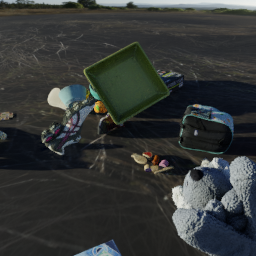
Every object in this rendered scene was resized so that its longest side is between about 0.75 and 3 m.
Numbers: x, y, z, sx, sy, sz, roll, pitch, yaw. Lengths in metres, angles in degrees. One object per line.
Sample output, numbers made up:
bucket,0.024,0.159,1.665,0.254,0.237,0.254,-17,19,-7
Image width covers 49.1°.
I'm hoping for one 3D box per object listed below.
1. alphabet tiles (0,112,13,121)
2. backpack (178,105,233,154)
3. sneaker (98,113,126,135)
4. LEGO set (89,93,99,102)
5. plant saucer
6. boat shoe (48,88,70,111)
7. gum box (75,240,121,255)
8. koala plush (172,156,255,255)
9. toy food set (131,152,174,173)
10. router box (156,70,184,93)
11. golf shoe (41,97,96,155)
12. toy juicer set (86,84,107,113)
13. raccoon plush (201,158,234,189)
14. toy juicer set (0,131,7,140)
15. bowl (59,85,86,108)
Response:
alphabet tiles,-5.586,-0.511,12.389,0.923,0.029,0.768,-9,30,-16
backpack,2.790,0.047,9.821,1.746,1.535,1.339,16,36,18
sneaker,-0.584,-0.160,11.201,0.900,0.590,1.558,11,29,13
LEGO set,-1.818,-1.393,13.749,1.597,0.453,1.037,-15,28,-1
plant saucer,-0.053,-1.761,11.329,2.577,2.581,0.618,-31,-5,-11
boat shoe,-3.047,-1.243,13.291,0.755,0.875,2.408,32,-3,-43
gum box,-0.974,3.346,4.787,2.545,0.567,2.162,-13,31,-23
koala plush,2.043,1.705,6.544,2.103,2.179,2.372,-42,22,0
toy food set,0.821,1.156,9.192,0.925,0.229,1.455,-13,24,-23
router box,1.749,-2.467,15.236,1.728,0.716,2.306,20,35,32
golf shoe,-1.649,-0.094,8.465,2.017,0.888,0.779,-41,19,1
toy juicer set,-0.959,-1.601,13.097,1.865,0.798,2.932,31,33,13
raccoon plush,2.979,1.553,8.204,1.948,0.942,1.305,21,7,-22
toy juicer set,-5.452,0.310,9.968,1.806,0.773,2.839,8,25,13
bowl,-2.072,-1.131,10.783,1.094,1.094,0.572,-11,68,-19
